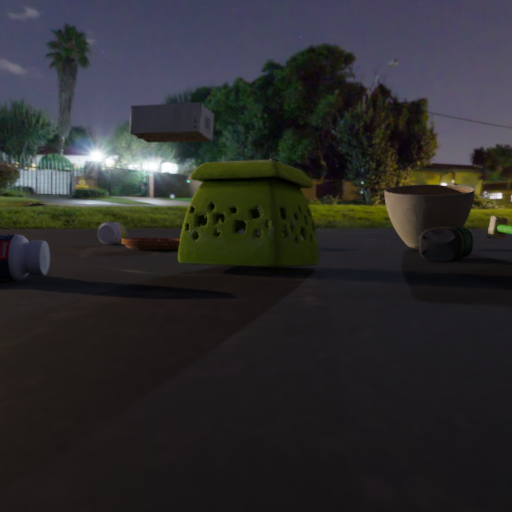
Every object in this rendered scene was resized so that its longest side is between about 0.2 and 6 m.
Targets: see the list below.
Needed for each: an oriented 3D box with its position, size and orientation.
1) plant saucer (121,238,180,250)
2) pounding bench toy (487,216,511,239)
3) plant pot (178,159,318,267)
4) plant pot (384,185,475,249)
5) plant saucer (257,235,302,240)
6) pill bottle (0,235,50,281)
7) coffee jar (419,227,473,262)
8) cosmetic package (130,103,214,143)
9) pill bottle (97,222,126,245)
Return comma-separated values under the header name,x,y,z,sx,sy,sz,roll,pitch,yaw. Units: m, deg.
name,x,y,z,sx,sy,sz,roll,pitch,yaw
plant saucer,-2.338,-0.274,12.811,1.444,0.233,1.444,1,3,0
pounding bench toy,4.465,-0.375,8.751,1.610,1.000,1.256,2,4,24
plant pot,-0.049,-0.550,7.610,1.509,1.370,1.502,3,1,26
plant pot,4.062,-0.903,13.255,2.020,1.356,2.020,-2,13,0
plant saucer,0.086,-0.346,13.729,1.816,0.333,1.813,3,5,31
pill bottle,-2.810,0.020,6.258,0.877,0.524,0.524,0,4,-5
coffee jar,3.221,-0.205,9.499,0.688,0.563,1.320,2,5,29
cosmetic package,-1.777,-2.801,11.872,1.588,0.644,0.896,3,-1,13
pill bottle,-4.031,-0.621,15.578,0.634,0.634,1.128,0,3,-1
